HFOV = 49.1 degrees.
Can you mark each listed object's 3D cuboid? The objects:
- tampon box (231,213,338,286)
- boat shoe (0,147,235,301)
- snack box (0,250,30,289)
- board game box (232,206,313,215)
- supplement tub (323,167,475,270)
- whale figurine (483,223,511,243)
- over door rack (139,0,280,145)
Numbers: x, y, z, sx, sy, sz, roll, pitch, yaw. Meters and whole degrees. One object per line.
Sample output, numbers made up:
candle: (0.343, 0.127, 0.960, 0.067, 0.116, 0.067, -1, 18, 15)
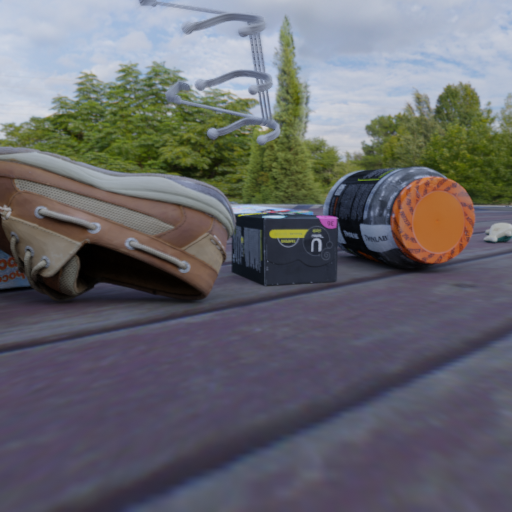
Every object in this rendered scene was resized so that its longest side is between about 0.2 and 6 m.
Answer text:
tampon box: (0.306, -0.122, 6.825, 0.925, 0.779, 1.235, -2, 7, -20)
boat shoe: (-1.790, -0.206, 5.240, 3.128, 1.123, 1.184, 5, -26, 1)
snack box: (-3.485, 0.095, 6.075, 2.720, 0.505, 1.580, -5, 8, -39)
board game box: (-0.249, -0.900, 14.165, 2.095, 0.507, 2.770, -9, 12, -35)
supplement tub: (1.983, -0.567, 8.087, 1.397, 1.397, 2.280, -2, 7, -14)
whale figurine: (5.027, -0.401, 11.617, 0.719, 0.373, 0.572, -33, 28, -31)
over door rack: (-1.078, -3.694, 11.075, 3.307, 2.443, 1.101, 31, 59, 34)
